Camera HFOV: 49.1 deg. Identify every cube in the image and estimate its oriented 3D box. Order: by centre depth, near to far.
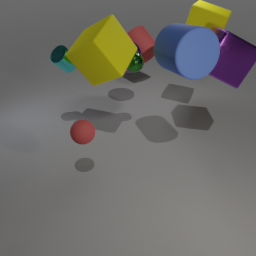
[{"bbox_3d":[-0.814,-2.430,8.936,1.400,1.400,1.400,-10,44,42],"label":"cube"},{"bbox_3d":[3.281,-2.412,9.457,1.400,1.400,1.400,22,23,-14],"label":"cube"},{"bbox_3d":[3.079,-4.037,11.069,1.400,1.400,1.400,24,37,10],"label":"cube"}]

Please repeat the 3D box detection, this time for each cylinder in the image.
[{"bbox_3d":[1.656,-2.235,8.077,1.400,1.400,1.400,-11,27,-17],"label":"cylinder"},{"bbox_3d":[-2.182,-2.365,9.639,0.700,0.700,0.700,-11,66,27],"label":"cylinder"},{"bbox_3d":[0.671,-4.330,14.654,1.400,1.400,1.400,-26,75,-35],"label":"cylinder"}]

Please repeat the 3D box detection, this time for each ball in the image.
[{"bbox_3d":[-1.270,0.114,7.853,0.700,0.700,0.700,0,32,0],"label":"ball"},{"bbox_3d":[0.204,-2.274,9.676,0.700,0.700,0.700,0,32,0],"label":"ball"},{"bbox_3d":[-0.068,-3.136,12.292,1.400,1.400,1.400,0,32,0],"label":"ball"}]
